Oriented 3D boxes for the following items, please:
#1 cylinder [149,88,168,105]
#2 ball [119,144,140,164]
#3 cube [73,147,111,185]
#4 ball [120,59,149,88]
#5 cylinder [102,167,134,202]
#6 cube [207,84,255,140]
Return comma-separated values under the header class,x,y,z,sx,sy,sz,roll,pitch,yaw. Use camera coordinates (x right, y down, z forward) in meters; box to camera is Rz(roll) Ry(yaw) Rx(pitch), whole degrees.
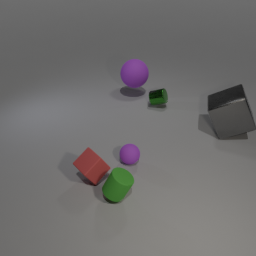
class,x,y,z,sx,sy,sz,roll,pitch,yaw
cylinder,1.423,-1.450,13.097,0.700,0.700,0.700,-8,25,27
ball,0.061,0.877,9.464,0.700,0.700,0.700,0,31,0
cube,-1.103,1.155,8.555,0.700,0.700,0.700,-47,49,-10
ball,0.325,-2.689,13.840,1.400,1.400,1.400,0,31,0
cylinder,-0.282,1.598,7.922,0.700,0.700,0.700,24,27,-13
cube,4.004,-0.633,10.914,1.400,1.400,1.400,-19,23,25
